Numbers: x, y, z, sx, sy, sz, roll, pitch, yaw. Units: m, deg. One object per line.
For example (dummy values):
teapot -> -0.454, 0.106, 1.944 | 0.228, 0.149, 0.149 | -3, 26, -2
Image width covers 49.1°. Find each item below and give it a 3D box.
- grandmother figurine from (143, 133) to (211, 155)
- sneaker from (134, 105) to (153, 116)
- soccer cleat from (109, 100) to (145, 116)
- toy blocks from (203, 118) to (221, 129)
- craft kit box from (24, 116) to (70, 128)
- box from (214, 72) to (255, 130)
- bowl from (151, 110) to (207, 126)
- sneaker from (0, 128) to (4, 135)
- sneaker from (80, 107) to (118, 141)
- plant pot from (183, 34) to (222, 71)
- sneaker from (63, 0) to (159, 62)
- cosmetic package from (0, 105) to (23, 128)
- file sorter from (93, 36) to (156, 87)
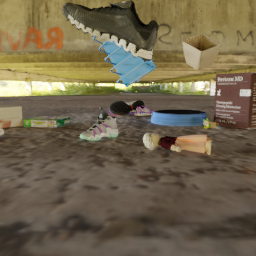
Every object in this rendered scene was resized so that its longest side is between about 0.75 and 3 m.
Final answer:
grandmother figurine -> 1.230, 0.369, 7.175 | 1.700, 0.515, 1.031 | 5, 1, 13
sneaker -> 0.940, -1.008, 15.868 | 1.302, 0.576, 0.524 | -5, 9, -39
soccer cleat -> -0.170, -1.085, 16.153 | 2.539, 0.866, 0.929 | -12, -8, -41
toy blocks -> 3.339, -0.137, 11.063 | 0.545, 0.398, 0.797 | 11, 9, -3
craft kit box -> -3.406, -0.279, 11.960 | 1.436, 0.353, 1.454 | -1, 8, 10
box -> 4.819, -1.153, 11.534 | 1.775, 2.161, 1.793 | -5, 9, -30
bowl -> 2.346, -0.513, 12.835 | 2.584, 0.507, 2.584 | 0, 9, 0
sneaker -> -4.802, -0.013, 8.684 | 1.729, 0.765, 0.651 | -3, 8, -21
sneaker -> -0.916, -0.155, 8.822 | 0.555, 0.998, 1.427 | 8, 12, 41
plant pot -> 3.090, -3.163, 11.937 | 1.186, 1.050, 1.185 | -24, 46, -22
sneaker -> -0.367, -2.808, 7.221 | 2.650, 1.199, 0.881 | 27, 27, 1
cosmetic package -> -5.325, -0.422, 11.057 | 1.017, 0.859, 1.968 | 9, 12, 43
file sorter -> -0.202, -3.541, 13.204 | 1.788, 2.577, 1.581 | -30, -7, 19
